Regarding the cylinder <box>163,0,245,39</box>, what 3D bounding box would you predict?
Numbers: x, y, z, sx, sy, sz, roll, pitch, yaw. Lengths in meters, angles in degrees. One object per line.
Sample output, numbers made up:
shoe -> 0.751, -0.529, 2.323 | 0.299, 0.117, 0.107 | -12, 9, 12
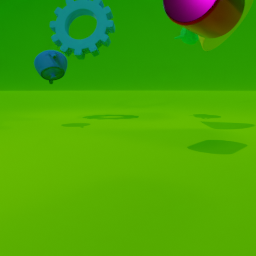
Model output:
cylinder -> 1.113, -1.854, 4.084 | 0.900, 0.900, 0.900 | 7, 6, 39

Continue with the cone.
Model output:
cone -> 1.910, -3.102, 7.015 | 1.628, 1.622, 1.622 | 49, 30, 19

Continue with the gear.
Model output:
gear -> -1.474, -3.270, 9.073 | 2.053, 2.053, 0.380 | 1, -9, 9

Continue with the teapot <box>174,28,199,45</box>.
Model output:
teapot -> 2.124, -3.288, 9.886 | 1.152, 0.716, 0.564 | -27, 22, -35

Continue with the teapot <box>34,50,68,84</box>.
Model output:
teapot -> -2.039, -1.648, 7.508 | 0.881, 0.693, 1.416 | -6, -23, -21
